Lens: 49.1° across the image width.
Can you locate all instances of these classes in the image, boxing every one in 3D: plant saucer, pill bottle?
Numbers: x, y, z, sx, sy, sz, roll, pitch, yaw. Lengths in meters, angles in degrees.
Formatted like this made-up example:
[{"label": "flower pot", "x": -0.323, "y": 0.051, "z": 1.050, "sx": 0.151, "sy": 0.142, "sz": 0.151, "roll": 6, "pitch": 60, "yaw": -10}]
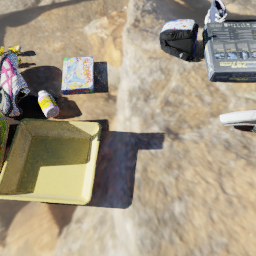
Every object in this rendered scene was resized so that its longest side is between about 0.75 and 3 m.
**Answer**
[{"label": "plant saucer", "x": -2.045, "y": 0.935, "z": 7.745, "sx": 2.437, "sy": 0.590, "sz": 2.436, "roll": 4, "pitch": 57, "yaw": 2}, {"label": "pill bottle", "x": -2.591, "y": -0.787, "z": 9.024, "sx": 0.473, "sy": 0.473, "sz": 0.908, "roll": -26, "pitch": 59, "yaw": -17}]

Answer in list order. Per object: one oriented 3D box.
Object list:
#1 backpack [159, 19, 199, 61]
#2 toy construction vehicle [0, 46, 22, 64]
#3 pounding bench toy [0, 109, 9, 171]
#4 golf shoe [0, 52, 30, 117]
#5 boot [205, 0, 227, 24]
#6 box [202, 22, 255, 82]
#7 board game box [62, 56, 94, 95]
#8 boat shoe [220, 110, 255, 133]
[{"label": "backpack", "x": 1.862, "y": -3.341, "z": 10.316, "sx": 1.362, "sy": 1.430, "sz": 1.101, "roll": 7, "pitch": 50, "yaw": 11}, {"label": "toy construction vehicle", "x": -4.572, "y": -2.651, "z": 10.412, "sx": 1.212, "sy": 0.427, "sz": 1.055, "roll": -9, "pitch": 45, "yaw": -10}, {"label": "pounding bench toy", "x": -4.687, "y": -0.130, "z": 7.218, "sx": 2.100, "sy": 2.693, "sz": 1.673, "roll": -4, "pitch": 55, "yaw": -3}, {"label": "golf shoe", "x": -3.867, "y": -1.425, "z": 9.313, "sx": 1.184, "sy": 0.934, "sz": 2.572, "roll": 10, "pitch": 56, "yaw": -20}, {"label": "boot", "x": 3.509, "y": -4.005, "z": 10.907, "sx": 0.784, "sy": 0.973, "sz": 2.155, "roll": -5, "pitch": 59, "yaw": -3}, {"label": "box", "x": 4.163, "y": -2.738, "z": 10.008, "sx": 2.723, "sy": 0.695, "sz": 2.147, "roll": -2, "pitch": 67, "yaw": -1}, {"label": "board game box", "x": -1.744, "y": -1.876, "z": 9.894, "sx": 1.074, "sy": 0.273, "sz": 1.587, "roll": -4, "pitch": 55, "yaw": -3}, {"label": "boat shoe", "x": 4.130, "y": -0.168, "z": 8.385, "sx": 2.649, "sy": 0.909, "sz": 0.750, "roll": -3, "pitch": 93, "yaw": 3}]
